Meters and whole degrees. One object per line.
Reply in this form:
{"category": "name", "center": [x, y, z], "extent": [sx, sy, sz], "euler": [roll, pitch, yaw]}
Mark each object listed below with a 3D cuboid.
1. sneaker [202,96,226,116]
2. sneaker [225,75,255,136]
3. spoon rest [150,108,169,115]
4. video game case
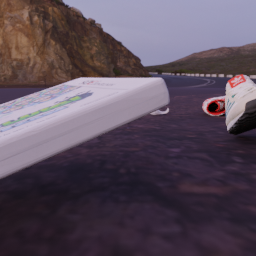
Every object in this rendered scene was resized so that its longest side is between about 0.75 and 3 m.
{"category": "sneaker", "center": [3.981, -0.910, 10.570], "extent": [2.265, 0.756, 1.214], "euler": [-9, 8, 15]}
{"category": "sneaker", "center": [2.351, -0.564, 5.812], "extent": [0.909, 1.207, 2.581], "euler": [-20, -12, 18]}
{"category": "spoon rest", "center": [1.173, -0.653, 10.833], "extent": [0.788, 0.239, 0.392], "euler": [1, 52, -1]}
{"category": "video game case", "center": [-1.204, -0.022, 2.807], "extent": [2.463, 0.292, 2.242], "euler": [-24, 19, -21]}
